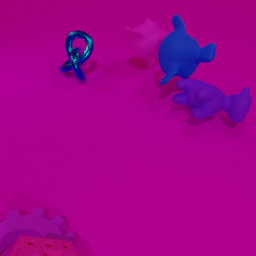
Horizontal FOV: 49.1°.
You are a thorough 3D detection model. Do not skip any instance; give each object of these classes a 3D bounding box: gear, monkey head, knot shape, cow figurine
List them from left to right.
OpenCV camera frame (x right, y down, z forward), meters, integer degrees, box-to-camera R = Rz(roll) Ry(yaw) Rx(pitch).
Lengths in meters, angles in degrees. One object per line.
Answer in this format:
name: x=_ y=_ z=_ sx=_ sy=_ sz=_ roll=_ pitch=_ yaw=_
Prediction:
gear: x=-1.735 y=2.121 z=4.474 sx=1.780 sy=0.329 sz=1.780 roll=1 pitch=39 yaw=-1
knot shape: x=-1.513 y=-2.182 z=8.294 sx=0.677 sy=1.372 sz=1.466 roll=7 pitch=21 yaw=-32
monkey head: x=0.665 y=-2.489 z=8.175 sx=1.036 sy=1.719 sz=1.236 roll=-46 pitch=50 yaw=-3
monkey head: x=1.435 y=-1.916 z=7.123 sx=1.135 sy=1.883 sz=1.354 roll=14 pitch=-6 yaw=-29
cow figurine: x=2.148 y=-0.712 z=6.953 sx=1.618 sy=0.902 sz=1.644 roll=-8 pitch=33 yaw=-32

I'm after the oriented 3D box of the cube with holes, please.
cube with holes: x=-1.072 y=1.928 z=3.464 sx=0.755 sy=0.755 sz=0.755 roll=24 pitch=6 yaw=-36
